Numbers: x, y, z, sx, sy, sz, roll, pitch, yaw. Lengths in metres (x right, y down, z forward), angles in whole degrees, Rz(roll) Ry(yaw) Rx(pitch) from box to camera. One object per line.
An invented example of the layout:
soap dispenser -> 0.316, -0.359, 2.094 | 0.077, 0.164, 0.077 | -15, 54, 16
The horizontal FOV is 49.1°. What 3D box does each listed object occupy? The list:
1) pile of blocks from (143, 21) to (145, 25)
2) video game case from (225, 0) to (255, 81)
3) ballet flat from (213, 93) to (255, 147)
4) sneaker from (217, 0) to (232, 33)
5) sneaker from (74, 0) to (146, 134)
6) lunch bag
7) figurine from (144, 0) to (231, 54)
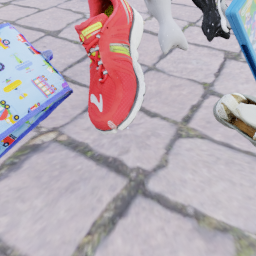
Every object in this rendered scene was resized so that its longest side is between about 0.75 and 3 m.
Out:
pile of blocks -> -0.163, -2.341, 6.483 | 1.109, 0.455, 0.345 | -11, 27, 13
video game case -> 1.744, -1.126, 3.215 | 0.145, 1.634, 1.169 | 25, 77, 49
ballet flat -> 2.132, -0.290, 5.128 | 0.801, 0.757, 2.377 | -47, 25, 10
sneaker -> 2.185, -2.514, 6.156 | 0.327, 0.305, 0.826 | -17, 75, 34
sneaker -> -0.445, -1.257, 4.815 | 1.104, 1.218, 2.868 | -17, 59, 29
lunch bag -> -2.101, -0.694, 4.626 | 1.634, 1.021, 2.171 | 45, 68, 0
figurine -> 1.558, -3.339, 7.752 | 2.451, 2.391, 1.055 | -20, 2, -18
